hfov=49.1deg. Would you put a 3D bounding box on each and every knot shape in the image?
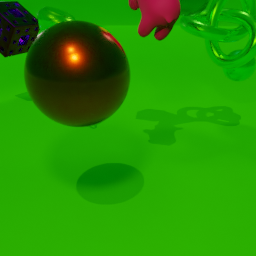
[{"bbox_3d":[2.461,-2.635,6.874,2.043,1.912,0.944,36,-8,11],"label":"knot shape"}]

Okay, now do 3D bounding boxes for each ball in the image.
[{"bbox_3d":[-0.625,-0.667,3.568,1.318,1.318,1.318,0,22,0],"label":"ball"},{"bbox_3d":[3.006,-1.688,7.588,0.853,0.853,0.853,0,22,0],"label":"ball"}]

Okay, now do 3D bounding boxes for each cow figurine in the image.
[{"bbox_3d":[0.593,-2.451,4.730,0.818,1.466,1.490,1,63,-28],"label":"cow figurine"}]

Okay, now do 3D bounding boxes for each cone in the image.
[{"bbox_3d":[0.849,-2.663,5.783,1.223,1.219,1.219,-41,41,-26],"label":"cone"}]

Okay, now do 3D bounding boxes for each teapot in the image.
[{"bbox_3d":[-1.628,-2.297,6.314,0.883,0.695,1.420,0,34,-39],"label":"teapot"}]

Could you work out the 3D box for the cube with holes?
[{"bbox_3d":[-3.901,-3.313,9.351,1.205,1.205,1.205,42,36,5],"label":"cube with holes"}]
